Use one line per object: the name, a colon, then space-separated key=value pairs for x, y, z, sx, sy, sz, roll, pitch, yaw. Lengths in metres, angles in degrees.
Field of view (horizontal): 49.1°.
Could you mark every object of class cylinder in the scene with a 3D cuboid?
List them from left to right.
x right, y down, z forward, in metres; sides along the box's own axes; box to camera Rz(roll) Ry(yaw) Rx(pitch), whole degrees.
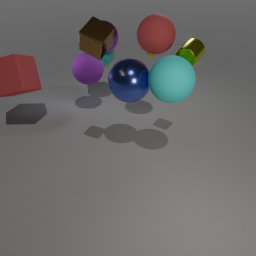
cylinder: x=1.986 y=-2.384 z=8.918 sx=0.700 sy=0.700 sz=0.700 roll=21 pitch=51 yaw=31

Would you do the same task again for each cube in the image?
cube: x=-4.525 y=-2.054 z=11.138 sx=1.400 sy=1.400 sz=1.400 roll=-10 pitch=8 yaw=12
cube: x=-0.860 y=-2.442 z=7.657 sx=0.700 sy=0.700 sz=0.700 roll=29 pitch=64 yaw=5

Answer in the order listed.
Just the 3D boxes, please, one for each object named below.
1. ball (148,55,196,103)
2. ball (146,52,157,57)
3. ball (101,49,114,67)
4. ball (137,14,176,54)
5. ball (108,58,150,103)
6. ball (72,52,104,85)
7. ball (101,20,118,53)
ball: x=1.302 y=-1.447 z=8.374 sx=1.400 sy=1.400 sz=1.400 roll=0 pitch=30 yaw=0
ball: x=1.331 y=-4.338 z=15.697 sx=0.700 sy=0.700 sz=0.700 roll=0 pitch=30 yaw=0
ball: x=-1.384 y=-3.762 z=14.017 sx=1.400 sy=1.400 sz=1.400 roll=0 pitch=30 yaw=0
ball: x=1.023 y=-3.390 z=10.153 sx=1.400 sy=1.400 sz=1.400 roll=0 pitch=30 yaw=0
ball: x=0.053 y=-1.513 z=8.997 sx=1.400 sy=1.400 sz=1.400 roll=0 pitch=30 yaw=0
ball: x=-1.770 y=-2.618 z=12.341 sx=1.400 sy=1.400 sz=1.400 roll=0 pitch=30 yaw=0
ball: x=-1.121 y=-4.025 z=12.411 sx=1.400 sy=1.400 sz=1.400 roll=0 pitch=30 yaw=0
